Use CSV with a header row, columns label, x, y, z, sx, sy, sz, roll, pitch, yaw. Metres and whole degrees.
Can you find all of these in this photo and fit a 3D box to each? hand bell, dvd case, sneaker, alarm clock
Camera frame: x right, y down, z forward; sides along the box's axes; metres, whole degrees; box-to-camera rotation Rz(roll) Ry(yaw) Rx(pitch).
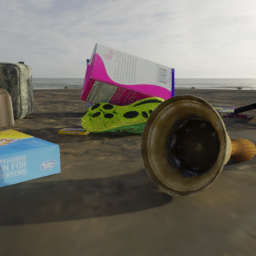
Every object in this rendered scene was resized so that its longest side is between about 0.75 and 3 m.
label,x,y,z,sx,sy,sz,roll,pitch,yaw
hand bell,1.560,0.358,4.634,1.350,1.350,2.593,10,1,45
dvd case,5.503,-0.868,10.016,1.956,0.241,2.741,1,-12,-44
sneaker,-0.098,-0.171,7.749,2.497,0.925,1.043,-5,-32,12
alarm clock,-3.278,-0.358,5.700,1.990,0.982,2.951,-4,4,6

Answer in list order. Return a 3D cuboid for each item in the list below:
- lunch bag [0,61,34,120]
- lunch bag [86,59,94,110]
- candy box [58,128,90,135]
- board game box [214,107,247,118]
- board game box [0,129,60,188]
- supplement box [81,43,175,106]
label,x,y,z,sx,sy,sz,roll,pitch,yaw
lunch bag,-4.559,-1.507,11.217,1.577,2.263,1.898,4,14,6
lunch bag,-0.246,-1.849,12.398,2.858,2.430,1.770,-7,17,-35
candy box,-1.524,0.098,8.017,0.829,0.109,0.424,3,9,15
board game box,4.312,-0.697,12.201,1.136,0.306,1.892,-3,10,5
board game box,-2.553,0.466,4.807,1.820,0.480,2.378,-9,13,-43
supplement box,-0.003,-1.273,8.072,2.412,1.221,1.247,15,-30,-17
